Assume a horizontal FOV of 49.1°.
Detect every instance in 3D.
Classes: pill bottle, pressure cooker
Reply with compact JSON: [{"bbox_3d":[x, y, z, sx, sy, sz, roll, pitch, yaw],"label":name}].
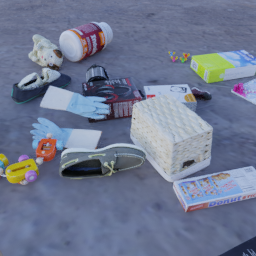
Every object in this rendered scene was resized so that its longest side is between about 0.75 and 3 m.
[{"bbox_3d":[-2.171,-4.801,15.231,1.600,1.600,2.832,25,44,29],"label":"pill bottle"},{"bbox_3d":[-1.359,-2.195,12.266,0.994,0.978,1.112,19,40,-29],"label":"pressure cooker"}]

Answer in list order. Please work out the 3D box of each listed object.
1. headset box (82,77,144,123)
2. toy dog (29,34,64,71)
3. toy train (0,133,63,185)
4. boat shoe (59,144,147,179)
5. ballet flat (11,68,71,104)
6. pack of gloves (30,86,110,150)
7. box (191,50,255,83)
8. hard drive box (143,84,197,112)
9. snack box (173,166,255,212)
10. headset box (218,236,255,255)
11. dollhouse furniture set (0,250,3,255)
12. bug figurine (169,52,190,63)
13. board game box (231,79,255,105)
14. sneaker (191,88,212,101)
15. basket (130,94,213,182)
[{"bbox_3d":[-0.552,-1.178,11.153,2.338,0.877,1.738,-8,39,-10],"label":"headset box"},{"bbox_3d":[-4.003,-3.618,14.190,1.846,1.328,1.904,16,21,-41],"label":"toy dog"},{"bbox_3d":[-3.375,0.998,8.561,2.641,0.735,1.984,0,36,-5],"label":"toy train"},{"bbox_3d":[-0.742,1.055,8.298,2.621,0.937,0.783,-4,37,5],"label":"boat shoe"},{"bbox_3d":[-3.705,-2.006,12.144,1.059,1.059,2.900,31,47,33],"label":"ballet flat"},{"bbox_3d":[-2.004,-0.247,9.937,2.614,0.516,2.196,13,66,14],"label":"pack of gloves"},{"bbox_3d":[4.799,-3.080,13.743,2.927,0.698,1.785,-10,39,-13],"label":"box"},{"bbox_3d":[1.613,-1.064,11.153,1.847,0.709,1.439,-4,37,-4],"label":"hard drive box"},{"bbox_3d":[2.634,1.691,7.935,2.534,0.308,0.911,-9,39,-11],"label":"snack box"},{"bbox_3d":[2.302,2.906,4.863,2.474,2.154,1.148,-16,41,-19],"label":"headset box"},{"bbox_3d":[-2.986,3.201,5.614,1.111,0.779,0.783,-18,41,-21],"label":"dollhouse furniture set"},{"bbox_3d":[2.710,-3.796,15.010,1.145,0.295,0.888,9,45,5],"label":"bug figurine"},{"bbox_3d":[6.462,-1.553,12.069,2.786,0.360,2.787,-24,44,-27],"label":"board game box"},{"bbox_3d":[2.933,-1.318,11.796,0.633,0.414,1.095,-29,36,-25],"label":"sneaker"},{"bbox_3d":[1.326,0.178,8.891,1.678,1.527,2.475,-19,42,-22],"label":"basket"}]
